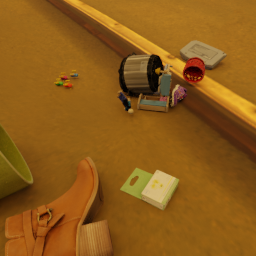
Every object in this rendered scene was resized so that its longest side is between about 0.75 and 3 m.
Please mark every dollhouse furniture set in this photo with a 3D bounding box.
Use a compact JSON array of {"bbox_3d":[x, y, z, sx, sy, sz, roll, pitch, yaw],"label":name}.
[{"bbox_3d":[0.952,-1.570,9.589,1.040,1.594,1.505,7,38,8],"label":"dollhouse furniture set"}]

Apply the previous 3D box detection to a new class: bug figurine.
[{"bbox_3d":[-2.416,-1.893,11.070,0.825,0.274,1.064,3,43,14],"label":"bug figurine"}]

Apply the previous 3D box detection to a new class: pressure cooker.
[{"bbox_3d":[0.393,-1.983,10.198,1.573,1.405,1.383,2,38,26],"label":"pressure cooker"}]

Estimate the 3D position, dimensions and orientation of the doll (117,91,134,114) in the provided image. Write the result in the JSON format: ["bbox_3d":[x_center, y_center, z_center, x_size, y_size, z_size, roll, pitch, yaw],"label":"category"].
[{"bbox_3d":[-0.071,-0.820,9.399,0.216,0.607,0.890,-21,62,-26],"label":"doll"}]

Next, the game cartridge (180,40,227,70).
[{"bbox_3d":[3.258,-3.239,12.435,1.203,0.365,1.804,-37,54,-21],"label":"game cartridge"}]

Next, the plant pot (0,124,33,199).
[{"bbox_3d":[-4.037,0.961,6.224,2.747,2.570,2.570,-34,48,-13],"label":"plant pot"}]

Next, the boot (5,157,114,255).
[{"bbox_3d":[-1.537,1.841,6.159,2.073,1.024,2.670,-11,48,-7],"label":"boot"}]

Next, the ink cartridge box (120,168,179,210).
[{"bbox_3d":[0.542,1.427,7.051,1.227,0.294,0.893,22,45,22],"label":"ink cartridge box"}]

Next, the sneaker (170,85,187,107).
[{"bbox_3d":[1.827,-1.166,10.030,0.514,0.497,1.232,18,42,15],"label":"sneaker"}]

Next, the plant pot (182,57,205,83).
[{"bbox_3d":[2.551,-2.262,10.731,0.824,0.824,0.751,11,49,13],"label":"plant pot"}]
